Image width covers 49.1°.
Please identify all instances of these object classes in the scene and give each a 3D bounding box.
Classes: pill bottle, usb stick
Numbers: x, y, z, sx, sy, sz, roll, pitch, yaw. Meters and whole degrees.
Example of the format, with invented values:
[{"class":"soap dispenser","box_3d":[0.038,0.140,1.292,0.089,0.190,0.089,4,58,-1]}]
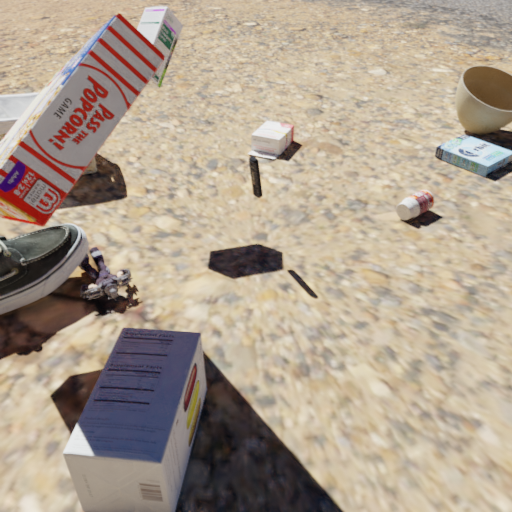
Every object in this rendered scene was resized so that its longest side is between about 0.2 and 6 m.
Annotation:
[{"class":"pill bottle","box_3d":[3.300,-1.049,11.634,0.800,0.438,0.438,-26,43,-32]},{"class":"usb stick","box_3d":[-0.008,-1.378,9.869,0.133,0.818,0.227,-27,46,-20]}]

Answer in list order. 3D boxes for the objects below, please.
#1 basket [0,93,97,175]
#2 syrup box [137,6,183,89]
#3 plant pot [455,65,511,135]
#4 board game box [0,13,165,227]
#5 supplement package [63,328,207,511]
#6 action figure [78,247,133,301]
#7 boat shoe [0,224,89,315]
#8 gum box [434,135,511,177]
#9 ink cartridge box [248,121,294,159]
[{"class":"basket","box_3d":[-5.095,-2.795,13.113,2.588,1.597,1.754,-9,36,-15]},{"class":"syrup box","box_3d":[-1.936,-3.904,10.501,0.572,0.553,1.404,13,78,29]},{"class":"plant pot","box_3d":[6.098,-3.992,14.937,1.852,1.243,1.852,5,54,-8]},{"class":"board game box","box_3d":[-2.546,-1.531,6.958,2.296,0.702,3.030,-58,29,-13]},{"class":"supplement package","box_3d":[-1.335,1.934,6.779,1.081,1.123,1.974,3,36,7]},{"class":"action figure","box_3d":[-2.655,0.342,9.646,0.918,0.490,1.411,-15,40,-29]},{"class":"boat shoe","box_3d":[-4.181,0.231,8.855,3.219,1.142,1.160,-35,50,-28]},{"class":"gum box","box_3d":[5.370,-2.490,13.784,1.214,0.318,1.429,-26,42,-32]},{"class":"ink cartridge box","box_3d":[0.381,-2.980,14.366,0.791,0.458,1.358,13,37,18]}]
